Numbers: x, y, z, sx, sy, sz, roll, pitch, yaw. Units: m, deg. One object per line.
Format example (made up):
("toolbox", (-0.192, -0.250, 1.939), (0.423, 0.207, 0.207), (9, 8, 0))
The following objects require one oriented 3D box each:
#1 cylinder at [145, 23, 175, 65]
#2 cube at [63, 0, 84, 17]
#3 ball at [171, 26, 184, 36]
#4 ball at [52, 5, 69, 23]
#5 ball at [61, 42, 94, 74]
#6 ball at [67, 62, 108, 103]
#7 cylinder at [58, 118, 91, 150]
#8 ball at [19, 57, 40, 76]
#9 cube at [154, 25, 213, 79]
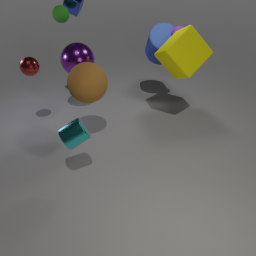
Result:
("cylinder", (1.582, -3.880, 13.022), (1.400, 1.400, 1.400), (-3, -13, -5))
("cube", (-2.366, -5.431, 12.144), (0.700, 0.700, 0.700), (23, 54, -9))
("ball", (2.183, -3.976, 11.948), (0.700, 0.700, 0.700), (0, 30, 0))
("ball", (-2.789, -4.730, 11.633), (0.700, 0.700, 0.700), (0, 30, 0))
("ball", (-2.110, -2.862, 11.743), (1.400, 1.400, 1.400), (0, 30, 0))
("ball", (-1.399, -1.561, 9.695), (1.400, 1.400, 1.400), (0, 30, 0))
("cylinder", (-1.548, 0.165, 8.103), (0.700, 0.700, 0.700), (-32, 34, 1))
("ball", (-3.616, -2.261, 10.295), (0.700, 0.700, 0.700), (0, 30, 0))
("cube", (2.147, -2.928, 11.028), (1.400, 1.400, 1.400), (-46, 15, -2))
